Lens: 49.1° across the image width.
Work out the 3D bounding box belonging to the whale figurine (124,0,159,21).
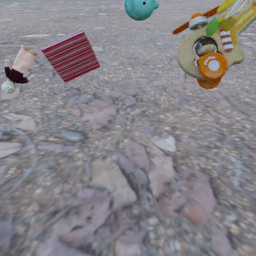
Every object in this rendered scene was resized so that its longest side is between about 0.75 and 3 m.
[{"bbox_3d":[0.567,-4.449,9.406,1.318,1.657,0.859,26,12,-24],"label":"whale figurine"}]

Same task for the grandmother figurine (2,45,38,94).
[{"bbox_3d":[-2.451,-1.259,6.280,0.678,1.118,0.339,31,-2,-5],"label":"grandmother figurine"}]

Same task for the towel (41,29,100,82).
[{"bbox_3d":[-1.148,-1.459,5.856,0.920,1.272,0.143,-25,68,0],"label":"towel"}]

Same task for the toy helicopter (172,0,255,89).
[{"bbox_3d":[2.345,-2.406,6.925,1.797,2.718,1.072,50,4,11],"label":"toy helicopter"}]

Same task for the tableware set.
[{"bbox_3d":[1.622,-1.811,3.776,1.377,0.211,0.927,-53,15,-7],"label":"tableware set"}]
